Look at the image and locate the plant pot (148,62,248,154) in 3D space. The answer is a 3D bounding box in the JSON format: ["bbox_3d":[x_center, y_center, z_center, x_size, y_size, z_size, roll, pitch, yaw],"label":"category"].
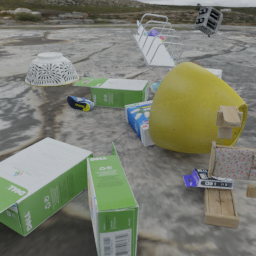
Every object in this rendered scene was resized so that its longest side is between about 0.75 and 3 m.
[{"bbox_3d":[1.824,-0.277,6.727,1.619,2.281,2.281,27,36,37],"label":"plant pot"}]

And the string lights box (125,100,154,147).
[{"bbox_3d":[0.642,-0.192,8.371,0.990,0.568,1.927,-13,26,-12],"label":"string lights box"}]

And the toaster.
[{"bbox_3d":[3.132,-4.116,10.839,0.934,0.845,0.554,20,1,-25],"label":"toaster"}]

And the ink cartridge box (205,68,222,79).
[{"bbox_3d":[3.117,-1.916,11.677,1.333,0.982,0.964,10,27,23],"label":"ink cartridge box"}]

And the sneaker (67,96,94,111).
[{"bbox_3d":[-1.738,-0.911,10.233,1.118,0.413,0.460,22,32,23],"label":"sneaker"}]

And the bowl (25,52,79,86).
[{"bbox_3d":[-3.753,-2.982,13.699,2.635,1.237,2.635,0,26,0],"label":"bowl"}]

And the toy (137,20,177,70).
[{"bbox_3d":[1.164,-3.103,10.426,0.500,2.120,1.220,-31,33,22],"label":"toy"}]

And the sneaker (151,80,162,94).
[{"bbox_3d":[1.431,-1.707,11.590,0.617,0.683,1.668,-8,26,-19],"label":"sneaker"}]

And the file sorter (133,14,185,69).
[{"bbox_3d":[0.858,-2.397,7.739,0.907,0.814,1.308,-4,55,-27],"label":"file sorter"}]

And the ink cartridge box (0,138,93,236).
[{"bbox_3d":[-1.966,1.144,5.312,1.352,0.772,2.604,15,29,29],"label":"ink cartridge box"}]

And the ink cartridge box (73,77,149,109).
[{"bbox_3d":[-0.603,-1.364,10.720,2.629,0.780,1.365,6,25,12],"label":"ink cartridge box"}]

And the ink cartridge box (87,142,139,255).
[{"bbox_3d":[-0.373,1.170,4.920,0.605,1.059,2.040,-4,25,-12],"label":"ink cartridge box"}]

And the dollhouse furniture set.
[{"bbox_3d":[1.943,0.698,4.865,1.017,1.962,0.869,5,25,11],"label":"dollhouse furniture set"}]

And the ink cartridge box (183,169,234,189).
[{"bbox_3d":[1.642,1.051,5.883,0.919,0.200,0.911,2,5,6],"label":"ink cartridge box"}]
